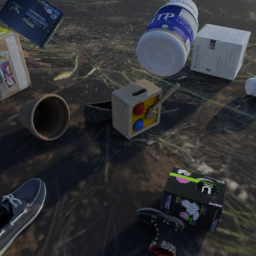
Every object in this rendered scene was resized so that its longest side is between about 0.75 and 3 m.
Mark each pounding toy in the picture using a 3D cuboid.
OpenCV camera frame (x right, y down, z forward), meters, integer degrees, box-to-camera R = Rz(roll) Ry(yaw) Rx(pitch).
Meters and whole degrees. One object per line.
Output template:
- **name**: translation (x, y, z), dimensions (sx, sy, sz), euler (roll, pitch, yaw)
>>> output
- **pounding toy**: translation (0.562, -0.738, 9.395), dimensions (1.824, 1.679, 1.297), euler (-26, 46, -28)

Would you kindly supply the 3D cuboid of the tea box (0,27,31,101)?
- **tea box**: translation (-5.439, -2.710, 11.269), dimensions (2.288, 2.326, 1.554), euler (27, 47, 28)

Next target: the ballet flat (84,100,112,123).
- **ballet flat**: translation (-0.395, -0.839, 10.276), dimensions (2.520, 0.716, 0.837), euler (-21, 44, -23)

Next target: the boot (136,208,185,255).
- **boot**: translation (0.673, 2.428, 6.565), dimensions (1.197, 0.438, 0.901), euler (17, 41, 10)

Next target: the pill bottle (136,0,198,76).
- **pill bottle**: translation (1.475, -3.225, 9.538), dimensions (1.631, 1.631, 2.725), euler (14, 53, 16)

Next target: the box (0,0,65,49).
- **box**: translation (-3.107, -3.583, 9.052), dimensions (1.695, 1.336, 0.432), euler (34, 2, -2)

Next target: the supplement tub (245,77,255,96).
- **supplement tub**: translation (5.383, -1.670, 11.218), dimensions (1.101, 0.795, 0.795), euler (0, 40, 0)

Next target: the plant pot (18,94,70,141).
- **plant pot**: translation (-2.943, -0.389, 9.373), dimensions (1.324, 1.518, 1.518), euler (7, 36, 38)

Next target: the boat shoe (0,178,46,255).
- **boat shoe**: translation (-2.804, 2.016, 6.791), dimensions (0.867, 0.748, 2.386), euler (13, 41, 16)

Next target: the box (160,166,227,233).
- **box**: translation (1.603, 1.735, 6.955), dimensions (1.394, 0.867, 1.035), euler (14, 32, 16)

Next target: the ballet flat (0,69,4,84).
- **ballet flat**: translation (-3.099, -1.436, 5.234), dimensions (0.583, 1.731, 0.551), euler (-17, 31, 28)

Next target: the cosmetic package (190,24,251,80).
- **cosmetic package**: translation (4.154, -3.478, 12.705), dimensions (2.050, 1.689, 1.691), euler (19, 44, 23)
